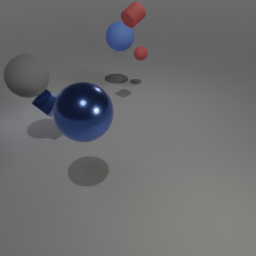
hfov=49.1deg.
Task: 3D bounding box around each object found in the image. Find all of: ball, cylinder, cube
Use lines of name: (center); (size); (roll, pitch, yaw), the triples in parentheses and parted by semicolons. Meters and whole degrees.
ball: (-1.036, -0.368, 6.550); (1.400, 1.400, 1.400); (0, 32, 0)
ball: (0.653, -3.792, 14.246); (0.700, 0.700, 0.700); (0, 32, 0)
ball: (-3.253, -1.679, 9.039); (1.400, 1.400, 1.400); (0, 32, 0)
cylinder: (0.199, -4.308, 10.661); (0.700, 0.700, 0.700); (30, 70, 39)
ball: (-0.399, -4.513, 13.832); (1.400, 1.400, 1.400); (0, 32, 0)
cube: (-2.832, -0.893, 9.900); (0.700, 0.700, 0.700); (37, -5, -3)
